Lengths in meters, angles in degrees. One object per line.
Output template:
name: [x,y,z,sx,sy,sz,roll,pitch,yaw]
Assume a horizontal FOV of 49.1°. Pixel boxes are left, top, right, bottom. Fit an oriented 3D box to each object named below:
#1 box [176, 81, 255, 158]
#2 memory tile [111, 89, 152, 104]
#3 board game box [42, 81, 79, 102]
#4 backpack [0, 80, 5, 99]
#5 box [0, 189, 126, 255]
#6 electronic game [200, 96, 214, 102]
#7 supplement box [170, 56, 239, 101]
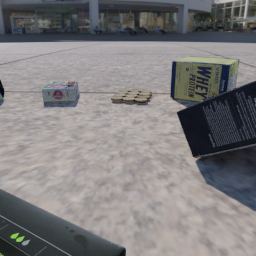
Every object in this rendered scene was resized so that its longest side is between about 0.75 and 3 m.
box: [2.179,-0.257,5.388,1.686,1.045,1.658,-19,-3,-43]
memory tile: [0.164,-1.154,10.040,1.299,0.142,1.695,4,20,11]
board game box: [-2.389,-1.335,10.073,1.074,0.468,1.456,-2,21,-4]
backpack: [-4.616,-1.313,9.716,0.745,0.791,0.969,-23,36,-30]
box: [-0.995,1.407,1.141,1.224,1.463,1.970,12,23,30]
electronic game: [3.136,-0.698,7.574,2.680,0.558,2.680,-10,7,1]
supplement box: [2.779,-1.794,10.088,1.930,1.296,1.928,11,23,27]
